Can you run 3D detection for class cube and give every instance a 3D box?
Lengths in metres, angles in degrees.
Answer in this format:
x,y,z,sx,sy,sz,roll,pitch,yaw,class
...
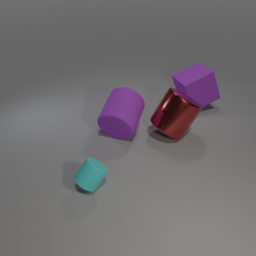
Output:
x,y,z,sx,sy,sz,roll,pitch,yaw,class
3.006,-1.831,12.436,1.400,1.400,1.400,-27,31,-1,cube

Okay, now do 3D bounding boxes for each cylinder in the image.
x,y,z,sx,sy,sz,roll,pitch,yaw,class
1.742,-0.535,10.249,1.400,1.400,1.400,28,19,-11,cylinder
-1.044,1.294,7.834,0.700,0.700,0.700,34,6,-4,cylinder
-0.235,-0.535,10.302,1.400,1.400,1.400,10,55,17,cylinder
